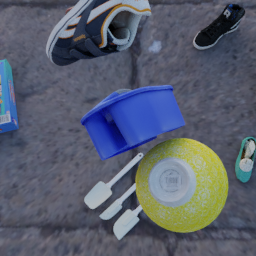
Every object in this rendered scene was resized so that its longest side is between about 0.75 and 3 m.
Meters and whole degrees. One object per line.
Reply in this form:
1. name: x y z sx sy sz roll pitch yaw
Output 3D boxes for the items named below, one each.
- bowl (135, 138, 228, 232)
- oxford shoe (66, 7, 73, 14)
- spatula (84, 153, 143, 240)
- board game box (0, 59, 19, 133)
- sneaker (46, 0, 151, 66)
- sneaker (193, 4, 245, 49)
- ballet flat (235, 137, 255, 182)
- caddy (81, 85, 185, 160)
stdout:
1. bowl: 0.817 0.940 4.812 1.701 0.916 1.701 -5 75 21
2. oxford shoe: -0.917 -3.647 9.048 2.116 0.749 0.781 5 52 -4
3. spatula: 0.021 1.591 7.079 1.957 0.157 1.361 -42 72 -16
4. board game box: -4.071 -0.811 7.896 1.630 0.482 2.143 -13 68 -5
5. sneaker: -0.594 -1.620 4.906 0.927 2.363 0.938 -23 82 -49
6. sneaker: 2.800 -3.230 8.626 1.797 1.005 0.656 -35 72 -13
7. ballet flat: 3.075 0.769 7.262 0.421 0.440 1.249 16 68 9
8. caddy: 0.098 -0.215 4.960 1.405 1.988 1.043 -27 83 34
